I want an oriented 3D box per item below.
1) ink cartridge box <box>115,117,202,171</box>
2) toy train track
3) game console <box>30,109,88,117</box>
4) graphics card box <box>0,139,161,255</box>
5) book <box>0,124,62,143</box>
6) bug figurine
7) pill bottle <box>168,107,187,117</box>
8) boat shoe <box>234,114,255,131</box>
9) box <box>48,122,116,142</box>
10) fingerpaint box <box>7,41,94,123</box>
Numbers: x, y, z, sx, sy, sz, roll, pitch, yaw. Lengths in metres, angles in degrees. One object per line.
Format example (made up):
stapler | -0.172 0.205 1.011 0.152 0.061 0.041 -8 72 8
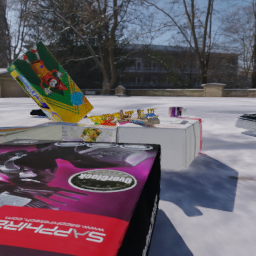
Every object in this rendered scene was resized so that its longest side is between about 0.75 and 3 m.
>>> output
ink cartridge box | 0.606 0.194 4.848 1.126 0.656 1.546 2 10 23
toy train track | 0.151 -0.198 4.642 0.727 0.206 1.267 -7 8 -23
game console | -3.162 -0.634 12.344 2.564 0.309 1.512 6 10 30
graphics card box | -0.694 0.606 1.739 1.662 0.674 2.650 1 7 12
book | -2.355 0.236 5.086 1.607 0.578 2.406 -1 7 6
bug figurine | -0.189 -0.208 8.310 2.101 0.540 1.629 -10 6 -33
pill bottle | 2.200 -0.733 12.492 0.792 0.445 0.445 1 8 7
boat shoe | 4.469 -0.377 7.774 2.908 0.993 1.074 1 8 9
box | -1.040 0.112 6.469 1.941 0.376 0.402 5 9 33
fingerpaint box | -2.660 -1.310 9.149 1.071 2.436 2.920 -44 24 -15
